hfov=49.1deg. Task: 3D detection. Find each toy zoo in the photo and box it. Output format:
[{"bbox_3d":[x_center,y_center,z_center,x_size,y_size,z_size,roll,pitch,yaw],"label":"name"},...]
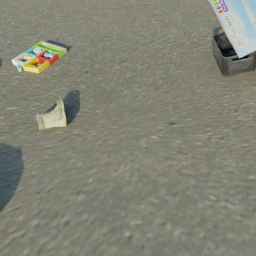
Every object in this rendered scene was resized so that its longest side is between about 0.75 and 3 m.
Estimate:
[{"bbox_3d":[-3.373,-2.609,10.436,1.256,0.196,1.915,21,49,19],"label":"toy zoo"}]

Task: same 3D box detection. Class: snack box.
[{"bbox_3d":[2.190,-3.059,6.106,0.800,1.993,2.363,-22,46,30],"label":"snack box"}]

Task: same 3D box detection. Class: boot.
[{"bbox_3d":[-2.226,-0.399,8.110,0.840,0.391,1.086,-12,48,-11],"label":"boot"}]

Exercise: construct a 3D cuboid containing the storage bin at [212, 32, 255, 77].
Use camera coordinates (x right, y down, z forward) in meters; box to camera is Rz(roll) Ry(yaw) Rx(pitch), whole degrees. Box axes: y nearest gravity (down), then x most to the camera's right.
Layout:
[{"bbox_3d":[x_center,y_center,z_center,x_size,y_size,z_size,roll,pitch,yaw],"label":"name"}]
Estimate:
[{"bbox_3d":[3.735,-2.687,9.904,1.155,0.801,1.708,-11,44,9],"label":"storage bin"}]
